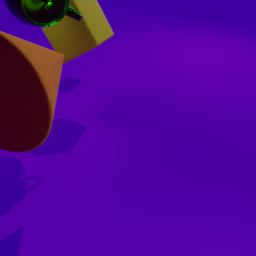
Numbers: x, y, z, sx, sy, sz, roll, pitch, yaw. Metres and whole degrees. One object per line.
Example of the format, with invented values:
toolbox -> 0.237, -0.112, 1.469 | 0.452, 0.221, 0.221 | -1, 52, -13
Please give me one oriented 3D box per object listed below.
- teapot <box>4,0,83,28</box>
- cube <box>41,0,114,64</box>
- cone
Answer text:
teapot -> -1.482, -2.161, 4.577 | 1.753, 1.090, 0.858 | 8, 33, -48
cube -> -1.186, -2.350, 6.607 | 1.086, 1.086, 1.086 | -18, 23, 29
cone -> -1.256, -0.739, 3.707 | 1.535, 1.535, 1.541 | 12, 34, 16
